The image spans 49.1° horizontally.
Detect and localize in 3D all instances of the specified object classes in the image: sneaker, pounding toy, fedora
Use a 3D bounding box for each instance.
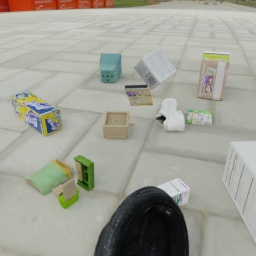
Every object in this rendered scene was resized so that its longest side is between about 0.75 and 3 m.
[{"bbox_3d":[1.621,-0.620,11.915,1.113,0.873,2.240,-7,29,-5],"label":"sneaker"},{"bbox_3d":[-0.345,-0.124,11.200,1.150,0.888,1.250,1,40,3],"label":"pounding toy"},{"bbox_3d":[0.140,2.499,5.739,1.204,2.637,2.637,-19,12,43],"label":"fedora"}]

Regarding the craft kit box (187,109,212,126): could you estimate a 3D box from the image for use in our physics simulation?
[{"bbox_3d":[3.112,-0.473,12.260,1.021,0.251,1.034,8,31,8],"label":"craft kit box"}]

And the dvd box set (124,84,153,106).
[{"bbox_3d":[0.443,-1.260,10.908,0.929,1.270,0.187,0,64,15],"label":"dvd box set"}]

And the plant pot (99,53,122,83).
[{"bbox_3d":[-1.094,-3.461,16.537,1.254,1.254,1.775,3,38,4],"label":"plant pot"}]

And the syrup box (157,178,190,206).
[{"bbox_3d":[1.013,1.931,7.730,1.343,0.529,0.547,-14,33,-24],"label":"syrup box"}]

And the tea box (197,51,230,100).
[{"bbox_3d":[4.377,-2.731,14.402,1.332,1.994,1.962,9,31,16],"label":"tea box"}]

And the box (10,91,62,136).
[{"bbox_3d":[-3.910,-0.677,11.847,0.887,0.967,2.760,-26,38,-37],"label":"box"}]

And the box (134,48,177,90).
[{"bbox_3d":[1.059,-2.283,10.821,1.253,1.152,0.657,-39,3,-38],"label":"box"}]

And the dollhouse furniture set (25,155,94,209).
[{"bbox_3d":[-2.101,1.322,8.353,1.930,0.968,1.264,22,37,34],"label":"dollhouse furniture set"}]

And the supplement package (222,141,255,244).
[{"bbox_3d":[3.713,1.608,7.308,1.495,1.500,2.557,-1,30,-2],"label":"supplement package"}]
